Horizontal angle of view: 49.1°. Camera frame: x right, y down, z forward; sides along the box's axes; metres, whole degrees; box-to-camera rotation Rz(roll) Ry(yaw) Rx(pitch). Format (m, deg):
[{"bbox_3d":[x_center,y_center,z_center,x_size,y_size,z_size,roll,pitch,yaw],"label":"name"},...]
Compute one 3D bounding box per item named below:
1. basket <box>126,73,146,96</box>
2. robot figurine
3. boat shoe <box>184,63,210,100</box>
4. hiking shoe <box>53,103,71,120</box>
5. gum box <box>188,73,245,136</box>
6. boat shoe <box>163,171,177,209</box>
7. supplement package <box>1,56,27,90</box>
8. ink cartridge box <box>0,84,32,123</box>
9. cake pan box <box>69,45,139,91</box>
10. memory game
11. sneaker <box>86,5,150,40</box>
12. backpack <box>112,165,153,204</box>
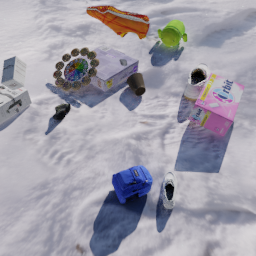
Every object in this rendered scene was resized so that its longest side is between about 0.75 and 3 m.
[{"bbox_3d":[0.459,-2.075,13.502,0.879,0.663,0.975,-29,50,10],"label":"basket"},{"bbox_3d":[2.712,-5.719,16.889,1.845,1.216,2.103,17,46,17],"label":"robot figurine"},{"bbox_3d":[3.507,-2.523,13.710,1.014,0.993,2.865,15,46,15],"label":"boat shoe"},{"bbox_3d":[-3.009,-0.710,12.311,0.585,0.440,1.162,9,35,22],"label":"hiking shoe"},{"bbox_3d":[3.885,-1.157,12.140,1.610,0.938,2.838,26,48,11],"label":"gum box"},{"bbox_3d":[1.393,1.975,9.402,0.514,0.489,1.429,10,45,10],"label":"boat shoe"},{"bbox_3d":[-4.146,-1.994,10.205,0.588,0.590,1.005,-13,66,20],"label":"supplement package"},{"bbox_3d":[-5.539,-1.166,12.431,1.417,0.800,1.930,26,50,26],"label":"ink cartridge box"},{"bbox_3d":[-1.291,-3.262,14.697,2.795,0.731,2.574,31,50,28],"label":"cake pan box"},{"bbox_3d":[-2.614,-2.974,13.947,2.608,0.166,2.608,-8,65,17],"label":"memory game"},{"bbox_3d":[-0.418,-3.492,9.250,2.284,0.881,0.833,24,36,16],"label":"sneaker"},{"bbox_3d":[0.206,1.792,9.230,1.223,1.026,0.994,-14,57,-18],"label":"backpack"}]
